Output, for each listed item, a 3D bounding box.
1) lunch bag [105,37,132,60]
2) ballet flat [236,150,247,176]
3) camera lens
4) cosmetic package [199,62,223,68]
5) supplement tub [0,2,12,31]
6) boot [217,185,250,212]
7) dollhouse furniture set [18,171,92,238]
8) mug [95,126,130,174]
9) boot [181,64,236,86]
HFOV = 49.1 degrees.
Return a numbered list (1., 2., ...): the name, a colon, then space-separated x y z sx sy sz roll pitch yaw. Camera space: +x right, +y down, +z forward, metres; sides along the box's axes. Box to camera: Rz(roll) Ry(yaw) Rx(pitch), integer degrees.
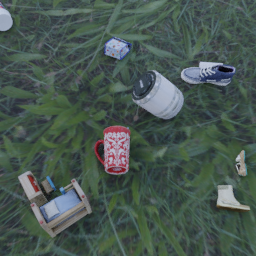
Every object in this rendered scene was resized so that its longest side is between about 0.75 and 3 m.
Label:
1. lunch bag: -0.426 -3.655 12.587 0.891 0.649 1.048 26 47 16
2. ballet flat: 3.841 1.175 9.539 0.316 0.341 0.968 -2 51 17
3. camera lens: 1.037 -1.183 10.081 1.633 1.306 1.306 30 48 -34
4. cosmetic package: 3.590 -2.598 12.092 0.973 0.246 0.402 5 56 4
5. supplement tub: -6.310 -5.465 13.558 0.997 0.997 1.421 -32 62 -19
6. boot: 3.313 2.211 8.817 0.995 0.358 0.769 8 56 7
7. dollhouse furniture set: -2.248 1.896 8.401 1.387 1.379 1.968 -30 61 -18
8. mug: -0.461 0.834 9.571 0.950 1.264 1.424 19 54 -32
9. boot: 3.251 -2.281 11.396 2.054 0.928 0.747 4 71 3
